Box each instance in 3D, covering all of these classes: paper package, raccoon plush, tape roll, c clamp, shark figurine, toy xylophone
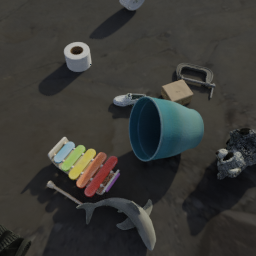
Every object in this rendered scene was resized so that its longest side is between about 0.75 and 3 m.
[{"bbox_3d":[1.875,-1.308,10.816,0.951,0.492,0.907,-20,59,-11],"label":"paper package"},{"bbox_3d":[4.051,1.097,8.910,2.552,1.235,1.710,18,66,11],"label":"raccoon plush"},{"bbox_3d":[-2.102,-2.983,11.769,1.055,0.724,1.055,0,57,0],"label":"tape roll"},{"bbox_3d":[2.760,-2.064,11.461,1.764,0.239,1.507,20,59,12],"label":"c clamp"},{"bbox_3d":[-0.144,2.349,8.169,2.388,0.996,1.427,20,58,11],"label":"shark figurine"},{"bbox_3d":[-1.512,1.412,8.960,2.419,0.608,1.771,21,59,13],"label":"toy xylophone"}]

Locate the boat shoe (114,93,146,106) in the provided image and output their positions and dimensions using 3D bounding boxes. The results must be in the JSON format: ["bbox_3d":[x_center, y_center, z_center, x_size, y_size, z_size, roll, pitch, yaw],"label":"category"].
[{"bbox_3d":[0.076,-1.151,10.749,1.278,0.427,0.470,-4,57,-3],"label":"boat shoe"}]

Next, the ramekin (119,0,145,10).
[{"bbox_3d":[0.265,-6.379,13.704,1.308,1.308,0.609,-28,72,-17],"label":"ramekin"}]

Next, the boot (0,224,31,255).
[{"bbox_3d":[-3.519,3.497,7.577,1.165,0.586,1.558,22,45,6],"label":"boot"}]

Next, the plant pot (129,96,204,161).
[{"bbox_3d":[1.318,0.022,9.071,1.892,2.014,2.014,0,54,-26],"label":"plant pot"}]
